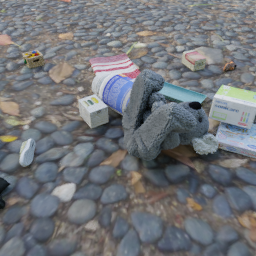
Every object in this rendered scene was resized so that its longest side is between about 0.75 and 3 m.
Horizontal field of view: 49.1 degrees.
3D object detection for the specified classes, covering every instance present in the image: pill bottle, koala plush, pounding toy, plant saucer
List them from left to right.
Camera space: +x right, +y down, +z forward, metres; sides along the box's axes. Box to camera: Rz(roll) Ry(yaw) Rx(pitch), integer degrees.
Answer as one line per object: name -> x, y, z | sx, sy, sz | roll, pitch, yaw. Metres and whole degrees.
pounding toy -> -5.008, -3.626, 14.534 | 1.073, 0.763, 0.987 | -24, 45, -26
pill bottle -> -0.199, -1.315, 11.104 | 2.610, 1.463, 1.463 | 33, 49, 33
plant saucer -> 1.948, -1.577, 12.445 | 2.912, 0.276, 1.018 | 23, 45, 27
koala plush -> 1.541, -0.153, 9.478 | 2.924, 2.687, 2.593 | 2, 41, -32

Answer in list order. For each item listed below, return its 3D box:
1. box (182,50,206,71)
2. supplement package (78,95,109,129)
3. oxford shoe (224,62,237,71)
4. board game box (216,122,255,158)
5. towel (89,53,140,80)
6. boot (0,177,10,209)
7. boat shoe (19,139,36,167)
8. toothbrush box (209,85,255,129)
box -> 3.403, -3.505, 14.500 | 0.717, 0.611, 1.122 | -16, 42, -19
supplement package -> -1.349, -0.660, 10.917 | 0.772, 0.766, 1.017 | -22, 44, -25
oxford shoe -> 5.211, -3.114, 14.259 | 0.964, 0.344, 0.351 | -31, 53, -32
board game box -> 4.013, 0.300, 10.096 | 1.565, 0.322, 1.561 | 16, 42, 19
towel -> -0.611, -2.898, 14.002 | 2.100, 0.332, 2.915 | -13, 41, -14
boot -> -3.776, 1.873, 8.187 | 0.976, 0.361, 0.800 | 14, 38, 18
boat shoe -> -3.434, 0.859, 9.424 | 0.386, 0.448, 1.244 | -20, 33, 12
toothbrush box -> 4.089, -0.870, 10.695 | 1.510, 0.893, 2.074 | 17, 25, 20
